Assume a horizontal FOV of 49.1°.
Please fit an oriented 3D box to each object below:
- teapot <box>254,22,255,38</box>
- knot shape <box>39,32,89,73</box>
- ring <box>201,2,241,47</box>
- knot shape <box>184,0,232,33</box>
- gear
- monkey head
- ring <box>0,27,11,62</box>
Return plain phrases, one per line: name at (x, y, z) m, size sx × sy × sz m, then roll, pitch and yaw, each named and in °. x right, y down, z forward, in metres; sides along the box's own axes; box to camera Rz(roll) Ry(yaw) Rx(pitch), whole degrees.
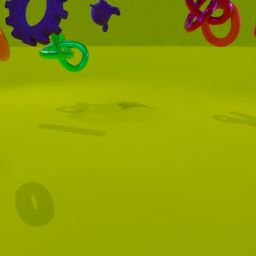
teapot at (3.764, -2.697, 7.190) m, size 1.060 × 0.835 × 1.706 m, roll -8°, pitch 7°, yaw -6°
knot shape at (-2.476, -3.057, 10.679) m, size 1.860 × 0.860 × 1.741 m, roll 2°, pitch 57°, yaw -40°
ring at (3.046, -3.453, 9.279) m, size 0.306 × 1.531 × 1.531 m, roll -24°, pitch 28°, yaw -28°
knot shape at (2.389, -3.951, 8.874) m, size 1.675 × 1.567 × 0.774 m, roll -14°, pitch -4°, yaw 40°
gear at (-2.663, -3.413, 8.073) m, size 2.003 × 2.003 × 0.370 m, roll 8°, pitch 4°, yaw 22°
monkey head at (-0.906, -4.448, 10.973) m, size 1.075 × 0.900 × 1.494 m, roll 25°, pitch -13°, yaw 25°
ring at (-2.330, -1.656, 4.567) m, size 0.246 × 1.229 × 1.229 m, roll -35°, pitch 32°, yaw -21°
